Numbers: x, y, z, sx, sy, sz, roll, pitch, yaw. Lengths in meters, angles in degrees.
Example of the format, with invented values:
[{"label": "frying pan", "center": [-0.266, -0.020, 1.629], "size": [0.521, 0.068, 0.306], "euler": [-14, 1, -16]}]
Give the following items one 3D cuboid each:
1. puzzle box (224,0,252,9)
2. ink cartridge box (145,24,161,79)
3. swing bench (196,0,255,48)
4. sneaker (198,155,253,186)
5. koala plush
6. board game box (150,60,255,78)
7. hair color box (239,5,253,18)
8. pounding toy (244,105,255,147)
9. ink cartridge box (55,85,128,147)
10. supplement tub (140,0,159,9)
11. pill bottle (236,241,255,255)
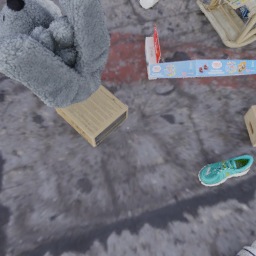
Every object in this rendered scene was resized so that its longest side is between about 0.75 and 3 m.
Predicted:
[{"label": "puzzle box", "center": [3.182, -3.515, 6.814], "size": [1.071, 1.609, 0.205], "euler": [-8, 80, -51]}, {"label": "ink cartridge box", "center": [0.799, -2.519, 9.294], "size": [0.305, 1.200, 1.362], "euler": [-3, 62, -2]}, {"label": "swing bench", "center": [4.042, -4.389, 9.949], "size": [1.467, 2.261, 2.249], "euler": [2, 56, -39]}, {"label": "sneaker", "center": [2.686, 1.094, 7.714], "size": [1.598, 0.636, 0.619], "euler": [-19, 64, -9]}, {"label": "koala plush", "center": [-1.944, -1.926, 6.194], "size": [2.661, 2.445, 2.360], "euler": [36, 76, 28]}, {"label": "board game box", "center": [1.449, -1.144, 5.441], "size": [1.640, 1.240, 0.300], "euler": [-10, 103, -32]}, {"label": "hair color box", "center": [4.801, -5.115, 11.032], "size": [0.845, 0.512, 1.690], "euler": [-1, 63, -5]}, {"label": "pounding toy", "center": [4.448, -0.282, 8.358], "size": [1.683, 0.770, 1.478], "euler": [-4, 62, -2]}, {"label": "ink cartridge box", "center": [-1.123, -0.564, 8.556], "size": [1.489, 0.679, 1.808], "euler": [-41, 69, -20]}, {"label": "supplement tub", "center": [0.892, -5.124, 11.023], "size": [0.567, 0.567, 0.782], "euler": [37, 69, 18]}, {"label": "pill bottle", "center": [2.848, 3.218, 6.563], "size": [1.150, 0.688, 0.688], "euler": [-34, 67, -17]}]
